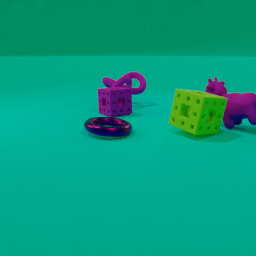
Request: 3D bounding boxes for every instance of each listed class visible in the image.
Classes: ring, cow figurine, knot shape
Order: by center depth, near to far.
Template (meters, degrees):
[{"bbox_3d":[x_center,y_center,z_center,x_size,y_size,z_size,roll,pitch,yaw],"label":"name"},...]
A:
[{"bbox_3d":[-0.559,-0.051,7.998,1.399,0.280,1.399,5,15,-1],"label":"ring"},{"bbox_3d":[3.107,-0.838,8.344,0.921,1.651,1.678,-19,4,-39],"label":"cow figurine"},{"bbox_3d":[-0.295,-1.762,11.736,1.940,0.896,1.815,-3,18,21],"label":"knot shape"}]

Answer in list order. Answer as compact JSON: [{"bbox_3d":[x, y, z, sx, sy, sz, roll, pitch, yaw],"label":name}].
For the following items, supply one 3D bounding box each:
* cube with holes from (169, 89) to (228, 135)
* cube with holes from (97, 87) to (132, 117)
[{"bbox_3d":[1.937,-0.466,7.825,1.013,1.013,1.013,-2,19,-37],"label":"cube with holes"},{"bbox_3d":[-0.480,-0.988,10.239,0.913,0.913,0.913,-10,16,-33],"label":"cube with holes"}]
